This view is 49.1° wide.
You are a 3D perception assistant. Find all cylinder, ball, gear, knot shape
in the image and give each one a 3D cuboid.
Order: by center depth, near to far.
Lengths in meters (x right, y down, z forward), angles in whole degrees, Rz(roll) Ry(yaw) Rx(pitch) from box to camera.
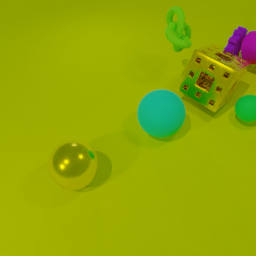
[{"bbox_3d":[-1.297,0.873,6.667,1.178,1.178,1.178,0,52,0],"label":"ball"},{"bbox_3d":[0.899,-0.392,7.592,1.299,1.299,1.299,0,52,0],"label":"ball"},{"bbox_3d":[1.390,-2.761,7.802,0.594,1.203,1.286,-13,10,23],"label":"knot shape"},{"bbox_3d":[3.399,-0.553,7.854,0.763,0.763,0.763,0,52,0],"label":"ball"},{"bbox_3d":[4.348,-2.541,8.900,1.053,1.053,1.053,-35,33,-24],"label":"cylinder"},{"bbox_3d":[3.481,-2.633,9.202,0.244,1.320,1.320,30,58,24],"label":"gear"}]

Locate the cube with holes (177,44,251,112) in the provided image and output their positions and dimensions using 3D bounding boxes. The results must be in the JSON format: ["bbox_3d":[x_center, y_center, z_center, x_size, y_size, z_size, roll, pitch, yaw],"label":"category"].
[{"bbox_3d":[2.497,-1.497,8.177,1.298,1.298,1.298,35,39,21],"label":"cube with holes"}]
